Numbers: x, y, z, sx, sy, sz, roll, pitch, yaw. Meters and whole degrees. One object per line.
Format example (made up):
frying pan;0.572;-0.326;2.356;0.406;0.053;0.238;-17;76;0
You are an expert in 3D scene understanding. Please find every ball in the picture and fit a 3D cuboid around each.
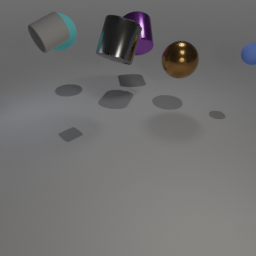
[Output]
ball;-2.752;-3.796;11.085;1.400;1.400;1.400;0;30;0
ball;3.973;-2.362;8.914;0.700;0.700;0.700;0;30;0
ball;1.980;-2.591;10.664;1.400;1.400;1.400;0;30;0

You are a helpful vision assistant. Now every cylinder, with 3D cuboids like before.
cylinder;0.398;-4.244;12.673;1.400;1.400;1.400;-3;75;-5
cylinder;-0.331;-3.199;10.285;1.400;1.400;1.400;17;7;-2
cylinder;-1.838;-2.229;6.541;0.700;0.700;0.700;-38;44;-19
